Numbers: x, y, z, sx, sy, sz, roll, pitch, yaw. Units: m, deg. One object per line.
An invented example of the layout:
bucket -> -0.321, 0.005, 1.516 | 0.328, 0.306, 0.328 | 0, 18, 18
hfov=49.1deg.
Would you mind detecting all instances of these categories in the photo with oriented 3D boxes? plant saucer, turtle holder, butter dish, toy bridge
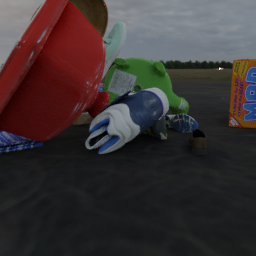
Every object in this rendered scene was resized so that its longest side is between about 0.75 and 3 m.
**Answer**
plant saucer -> -1.734, -2.769, 7.845 | 2.605, 2.605, 0.461 | -14, 57, -49
turtle holder -> 0.570, -1.215, 9.132 | 2.664, 2.024, 1.892 | -10, -3, 2
butter dish -> -1.376, -0.952, 5.842 | 2.186, 2.958, 2.949 | 30, 39, -25
toy bridge -> -1.366, -0.292, 8.728 | 2.576, 0.351, 0.866 | 7, 11, 31

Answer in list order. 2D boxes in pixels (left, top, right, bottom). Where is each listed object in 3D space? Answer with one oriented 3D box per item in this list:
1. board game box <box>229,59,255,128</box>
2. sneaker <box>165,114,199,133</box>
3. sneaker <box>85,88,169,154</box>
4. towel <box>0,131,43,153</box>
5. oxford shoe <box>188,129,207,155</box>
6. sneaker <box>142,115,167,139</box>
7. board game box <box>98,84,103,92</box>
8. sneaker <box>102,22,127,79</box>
board game box -> 4.239, -1.097, 8.618 | 1.946, 1.945, 1.947 | 5, 13, 23
sneaker -> 1.487, -0.183, 7.897 | 0.558, 0.505, 1.310 | -4, 12, -40
sneaker -> -0.381, -0.082, 6.192 | 1.758, 0.967, 2.401 | -31, 7, -31
towel -> -3.175, 0.286, 6.126 | 2.306, 0.275, 1.669 | -8, 13, -33
oxford shoe -> 1.512, 0.222, 5.990 | 0.396, 0.460, 1.090 | -1, 10, 6
sneaker -> 0.544, -0.047, 7.094 | 0.768, 0.676, 1.816 | -6, 3, 1
board game box -> -1.046, -1.501, 12.835 | 1.047, 1.046, 1.046 | -1, 12, -6
sneaker -> -0.783, -2.121, 7.181 | 1.041, 1.765, 0.650 | 28, 3, -35
